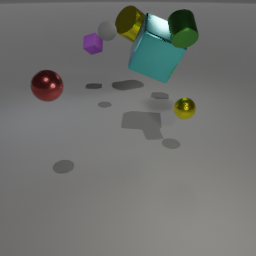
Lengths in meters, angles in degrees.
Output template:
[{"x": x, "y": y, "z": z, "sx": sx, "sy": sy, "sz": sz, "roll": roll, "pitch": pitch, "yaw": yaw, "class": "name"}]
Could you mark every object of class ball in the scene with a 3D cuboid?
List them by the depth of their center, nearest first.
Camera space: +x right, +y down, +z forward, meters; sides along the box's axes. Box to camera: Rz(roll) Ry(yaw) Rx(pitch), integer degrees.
[{"x": -1.770, "y": -0.924, "z": 6.140, "sx": 0.700, "sy": 0.700, "sz": 0.700, "roll": 0, "pitch": 28, "yaw": 0, "class": "ball"}, {"x": 1.784, "y": -0.612, "z": 8.803, "sx": 0.700, "sy": 0.700, "sz": 0.700, "roll": 0, "pitch": 28, "yaw": 0, "class": "ball"}, {"x": -0.768, "y": -3.590, "z": 10.376, "sx": 0.700, "sy": 0.700, "sz": 0.700, "roll": 0, "pitch": 28, "yaw": 0, "class": "ball"}]

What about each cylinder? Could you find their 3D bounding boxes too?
[{"x": 1.415, "y": -2.556, "z": 7.235, "sx": 0.700, "sy": 0.700, "sz": 0.700, "roll": -3, "pitch": 65, "yaw": -6, "class": "cylinder"}, {"x": 0.336, "y": -4.797, "z": 13.245, "sx": 1.400, "sy": 1.400, "sz": 1.400, "roll": 27, "pitch": 8, "yaw": 41, "class": "cylinder"}]

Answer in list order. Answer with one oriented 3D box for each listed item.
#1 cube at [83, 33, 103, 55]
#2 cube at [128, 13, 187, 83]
[{"x": -1.716, "y": -4.140, "z": 13.800, "sx": 0.700, "sy": 0.700, "sz": 0.700, "roll": -8, "pitch": -18, "yaw": 29, "class": "cube"}, {"x": 0.934, "y": -2.584, "z": 9.119, "sx": 1.400, "sy": 1.400, "sz": 1.400, "roll": 19, "pitch": 43, "yaw": -11, "class": "cube"}]
